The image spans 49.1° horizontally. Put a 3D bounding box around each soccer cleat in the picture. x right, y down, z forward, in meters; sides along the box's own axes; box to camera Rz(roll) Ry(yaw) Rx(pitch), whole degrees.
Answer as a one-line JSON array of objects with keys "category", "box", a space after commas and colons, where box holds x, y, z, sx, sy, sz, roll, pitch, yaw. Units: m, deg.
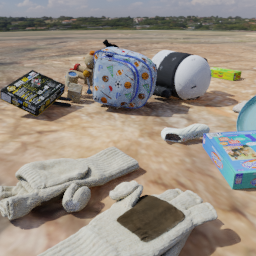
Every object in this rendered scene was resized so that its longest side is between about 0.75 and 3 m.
[{"category": "soccer cleat", "box": [1.372, 0.157, 6.653, 1.158, 0.401, 0.449, -5, 27, 6]}]

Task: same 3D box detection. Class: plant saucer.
[{"category": "plant saucer", "box": [3.219, -0.142, 6.262, 0.212, 1.549, 1.549, 28, 2, -39]}]

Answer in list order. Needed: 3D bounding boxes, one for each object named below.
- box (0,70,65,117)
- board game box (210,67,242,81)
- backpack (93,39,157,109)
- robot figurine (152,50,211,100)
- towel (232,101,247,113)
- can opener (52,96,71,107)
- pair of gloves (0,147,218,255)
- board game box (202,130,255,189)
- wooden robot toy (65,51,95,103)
[{"category": "box", "box": [-2.840, -1.108, 8.523, 1.241, 0.383, 1.554, 23, 39, 6]}, {"category": "board game box", "box": [4.408, -2.534, 13.028, 0.734, 0.344, 1.445, -20, 30, -39]}, {"category": "backpack", "box": [-0.123, -1.520, 8.746, 1.962, 2.060, 1.587, 9, 30, 8]}, {"category": "robot figurine", "box": [1.731, -1.881, 9.976, 1.586, 1.910, 2.542, 14, 9, -42]}, {"category": "towel", "box": [3.879, -0.630, 8.697, 1.188, 0.205, 0.788, -21, 30, -40]}, {"category": "can opener", "box": [-2.481, -0.920, 9.096, 1.327, 0.421, 0.522, 3, 29, 7]}, {"category": "pair of gloves", "box": [-0.529, 1.064, 4.284, 2.544, 0.525, 2.992, -14, 26, -29]}, {"category": "board game box", "box": [2.348, 0.562, 5.592, 1.230, 0.364, 1.617, -3, 24, -3]}, {"category": "wooden robot toy", "box": [-1.528, -2.192, 10.084, 1.221, 1.257, 2.771, 23, 43, 8]}]
